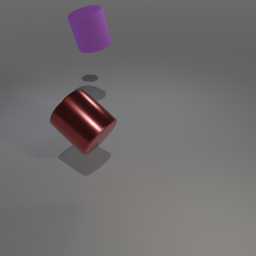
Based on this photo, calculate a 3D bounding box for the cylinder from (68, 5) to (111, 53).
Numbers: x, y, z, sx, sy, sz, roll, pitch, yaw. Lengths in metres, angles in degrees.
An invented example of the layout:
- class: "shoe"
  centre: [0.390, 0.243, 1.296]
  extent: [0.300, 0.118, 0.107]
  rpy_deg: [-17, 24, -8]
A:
- class: "cylinder"
  centre: [-1.514, -3.934, 11.158]
  extent: [1.400, 1.400, 1.400]
  rpy_deg: [-9, 40, 8]

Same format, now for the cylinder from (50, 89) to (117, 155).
- class: "cylinder"
  centre: [-1.278, -0.175, 8.140]
  extent: [1.400, 1.400, 1.400]
  rpy_deg: [42, 44, 7]
